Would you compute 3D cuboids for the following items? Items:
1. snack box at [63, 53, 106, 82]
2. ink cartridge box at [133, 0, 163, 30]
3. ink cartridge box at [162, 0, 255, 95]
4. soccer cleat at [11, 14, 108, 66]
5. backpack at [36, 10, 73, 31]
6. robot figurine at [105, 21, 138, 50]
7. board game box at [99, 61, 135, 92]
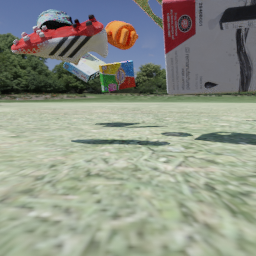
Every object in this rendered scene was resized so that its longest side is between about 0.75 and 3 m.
[{"bbox_3d":[-1.383,-2.098,9.513,0.925,0.295,1.592,33,31,4],"label":"snack box"},{"bbox_3d":[1.399,-3.301,6.406,1.735,0.572,2.385,34,-32,-30],"label":"ink cartridge box"},{"bbox_3d":[2.214,-1.869,5.923,2.799,2.019,1.172,-1,32,13],"label":"ink cartridge box"},{"bbox_3d":[-1.415,-1.671,5.810,2.107,0.897,0.723,-8,39,14],"label":"soccer cleat"},{"bbox_3d":[-2.553,-3.513,9.644,1.143,0.861,1.015,-8,-24,-35],"label":"backpack"},{"bbox_3d":[-0.191,-2.309,6.974,0.788,0.639,1.096,-31,36,-12],"label":"robot figurine"},{"bbox_3d":[-0.336,-1.664,8.977,1.117,0.854,0.225,-15,20,-23],"label":"board game box"}]
